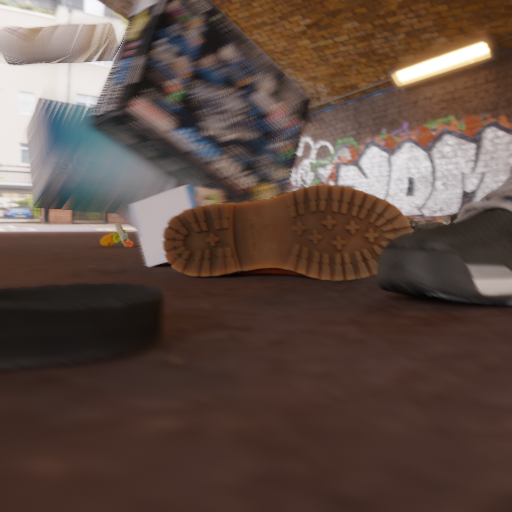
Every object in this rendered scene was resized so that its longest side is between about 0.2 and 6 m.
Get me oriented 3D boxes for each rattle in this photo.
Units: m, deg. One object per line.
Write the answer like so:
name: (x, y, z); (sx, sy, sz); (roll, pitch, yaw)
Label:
rattle: (-3.676, -0.397, 14.640); (0.781, 0.712, 1.093); (-12, 33, -15)

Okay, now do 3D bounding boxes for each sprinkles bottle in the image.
sprinkles bottle: (-1.788, -1.929, 5.115); (0.997, 0.340, 0.340); (-3, 3, -2)

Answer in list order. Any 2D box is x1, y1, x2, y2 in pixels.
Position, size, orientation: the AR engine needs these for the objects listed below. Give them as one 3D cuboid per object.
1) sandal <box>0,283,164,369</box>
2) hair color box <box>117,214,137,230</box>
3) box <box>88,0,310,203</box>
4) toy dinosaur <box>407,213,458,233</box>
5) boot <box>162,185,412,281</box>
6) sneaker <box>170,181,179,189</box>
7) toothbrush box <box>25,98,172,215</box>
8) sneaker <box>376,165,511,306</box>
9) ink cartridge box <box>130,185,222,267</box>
sandal: (-1.825, 0.125, 2.293); (2.892, 0.692, 1.087); (-2, 4, -29)
hair color box: (-2.798, -1.207, 12.982); (1.800, 0.914, 0.551); (39, -3, 8)
box: (-0.668, -2.398, 9.258); (0.814, 2.814, 3.540); (-8, -30, 43)
toy dinosaur: (3.739, -0.339, 10.911); (1.283, 0.965, 2.509); (16, -14, -41)
boot: (0.426, -0.221, 6.574); (2.688, 1.008, 1.441); (0, -2, 14)
sneaker: (-1.572, -1.797, 13.599); (1.440, 1.230, 3.268); (19, -18, -22)
toothbrush box: (-2.745, -1.664, 9.818); (2.202, 1.612, 0.939); (0, -26, -35)
sneaker: (2.212, -0.590, 4.759); (3.188, 1.841, 1.196); (-2, 3, -37)
ink cartridge box: (-1.047, -0.435, 8.258); (0.934, 0.939, 1.279); (-17, -1, 16)
